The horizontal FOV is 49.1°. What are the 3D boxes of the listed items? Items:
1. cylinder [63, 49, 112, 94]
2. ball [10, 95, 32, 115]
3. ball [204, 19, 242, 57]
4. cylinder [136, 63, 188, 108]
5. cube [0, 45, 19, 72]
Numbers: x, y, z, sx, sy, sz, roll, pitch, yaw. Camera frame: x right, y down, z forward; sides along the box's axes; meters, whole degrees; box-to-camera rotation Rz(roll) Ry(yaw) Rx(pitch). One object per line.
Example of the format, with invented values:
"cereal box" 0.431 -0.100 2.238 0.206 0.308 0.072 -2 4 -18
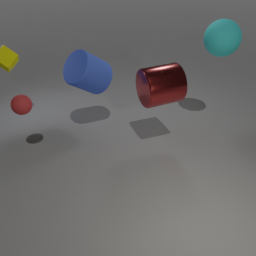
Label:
"cylinder" -1.569 -2.171 11.007 1.400 1.400 1.400 27 7 38
"ball" -3.637 -0.792 9.565 0.700 0.700 0.700 0 30 0
"ball" 3.644 -3.470 10.814 1.400 1.400 1.400 0 30 0
"cylinder" 1.158 -1.512 9.934 1.400 1.400 1.400 -13 32 -16
"cube" -5.009 -2.836 11.522 0.700 0.700 0.700 -60 15 -15
